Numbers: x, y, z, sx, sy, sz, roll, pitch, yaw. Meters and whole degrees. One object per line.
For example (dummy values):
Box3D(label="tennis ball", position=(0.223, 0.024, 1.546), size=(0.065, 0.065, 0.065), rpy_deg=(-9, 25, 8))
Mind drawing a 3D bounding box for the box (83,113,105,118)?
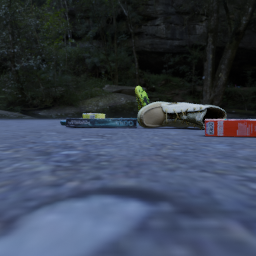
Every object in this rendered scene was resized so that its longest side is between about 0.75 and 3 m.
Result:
Box3D(label="box", position=(-2.045, -0.583, 17.235), size=(0.921, 0.613, 2.446), rpy_deg=(1, 2, 5))

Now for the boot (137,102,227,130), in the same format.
Box3D(label="boot", position=(1.779, -0.387, 9.448), size=(2.524, 0.909, 1.952), rpy_deg=(-7, 12, -25))

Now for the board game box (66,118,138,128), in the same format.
Box3D(label="board game box", position=(-0.928, -0.203, 10.897), size=(2.592, 0.365, 1.753), rpy_deg=(0, 2, 4))

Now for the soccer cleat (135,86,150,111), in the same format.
Box3D(label="soccer cleat", position=(0.676, -0.971, 12.758), size=(0.786, 1.880, 0.608), rpy_deg=(-16, 16, 38))

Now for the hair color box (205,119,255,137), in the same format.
Box3D(label="hair color box", position=(2.258, -0.007, 6.001), size=(1.176, 0.376, 0.652), rpy_deg=(-1, 3, 16))

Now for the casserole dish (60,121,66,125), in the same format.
Box3D(label="casserole dish", position=(-2.755, -0.230, 13.343), size=(1.152, 0.223, 0.698), rpy_deg=(1, 3, 44))
